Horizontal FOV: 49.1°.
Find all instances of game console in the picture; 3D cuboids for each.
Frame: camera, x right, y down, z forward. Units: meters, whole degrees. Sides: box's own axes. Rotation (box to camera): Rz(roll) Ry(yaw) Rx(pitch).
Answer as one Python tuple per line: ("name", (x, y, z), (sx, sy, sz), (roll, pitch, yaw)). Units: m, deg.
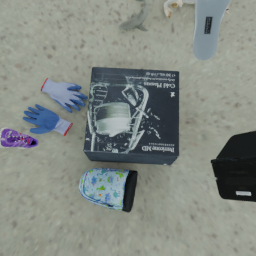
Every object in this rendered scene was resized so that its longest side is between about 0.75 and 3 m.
("game console", (2.361, 0.696, 5.321), (0.812, 1.396, 1.228), (-10, 84, -26))

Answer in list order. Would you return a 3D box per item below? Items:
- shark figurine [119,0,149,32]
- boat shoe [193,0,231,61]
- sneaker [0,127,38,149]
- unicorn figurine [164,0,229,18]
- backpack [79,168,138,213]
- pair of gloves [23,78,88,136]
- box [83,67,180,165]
("shark figurine", (0.442, -3.939, 9.410), (0.955, 0.667, 1.598), (23, 76, 6))
("boat shoe", (1.591, -2.240, 5.353), (0.667, 1.805, 0.617), (2, 38, 8))
("sneaker", (-2.031, 0.202, 5.249), (0.397, 0.951, 0.383), (1, 84, 18))
("unicorn figurine", (2.000, -4.626, 9.509), (2.911, 1.075, 1.999), (21, 63, -9))
("backpack", (-0.581, 1.582, 7.563), (1.450, 1.115, 1.183), (9, 79, 18))
("pair of gloves", (-2.239, -0.606, 8.591), (1.577, 0.224, 1.962), (23, 73, 9))
("box", (0.139, -0.281, 7.832), (2.422, 1.501, 2.381), (3, 75, 1))
